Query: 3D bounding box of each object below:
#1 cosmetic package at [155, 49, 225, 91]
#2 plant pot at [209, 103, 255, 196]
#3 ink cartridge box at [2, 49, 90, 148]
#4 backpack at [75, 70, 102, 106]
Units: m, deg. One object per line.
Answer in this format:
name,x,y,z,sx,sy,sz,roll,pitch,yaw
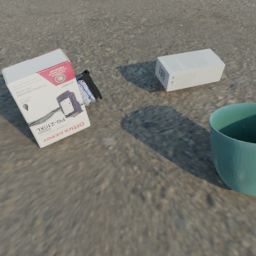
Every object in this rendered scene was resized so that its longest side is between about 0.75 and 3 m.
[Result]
cosmetic package,2.093,-2.012,9.604,2.066,0.736,1.048,-13,50,-14
plant pot,2.819,0.538,6.315,1.959,1.572,1.959,-5,28,3
ink cartridge box,-2.062,-0.734,7.418,1.557,2.151,0.907,-25,44,-14
backpack,-1.567,-1.189,9.044,1.072,1.126,0.867,-1,39,38
